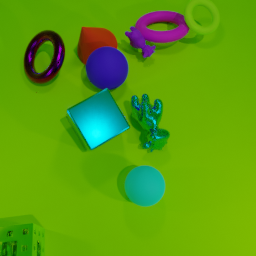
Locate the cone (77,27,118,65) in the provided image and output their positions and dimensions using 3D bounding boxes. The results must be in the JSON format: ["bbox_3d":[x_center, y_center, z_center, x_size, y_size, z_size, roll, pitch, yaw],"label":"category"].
[{"bbox_3d":[-1.260,-2.998,9.337,1.516,1.522,1.516,-2,81,11],"label":"cone"}]

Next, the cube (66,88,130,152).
[{"bbox_3d":[-0.909,-0.185,8.092,1.287,1.287,1.287,-31,92,-14],"label":"cube"}]

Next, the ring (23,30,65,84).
[{"bbox_3d":[-2.839,-2.391,9.417,1.851,0.370,1.851,-5,80,32],"label":"ring"}]

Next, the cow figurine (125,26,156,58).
[{"bbox_3d":[0.437,-2.928,9.648,0.568,1.036,1.019,-44,52,-1],"label":"cow figurine"}]

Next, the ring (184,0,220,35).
[{"bbox_3d":[2.603,-3.929,9.826,1.360,0.272,1.360,2,82,-14],"label":"ring"}]

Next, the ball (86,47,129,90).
[{"bbox_3d":[-0.675,-1.933,9.124,1.386,1.386,1.386,0,63,0],"label":"ball"}]

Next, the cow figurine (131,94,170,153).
[{"bbox_3d":[0.640,-0.140,8.529,0.875,1.569,1.594,-12,24,-24],"label":"cow figurine"}]

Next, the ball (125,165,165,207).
[{"bbox_3d":[0.453,1.556,7.547,1.083,1.083,1.083,0,63,0],"label":"ball"}]

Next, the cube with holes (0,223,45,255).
[{"bbox_3d":[-2.707,3.013,6.832,1.069,1.069,1.069,-6,64,-3],"label":"cube with holes"}]

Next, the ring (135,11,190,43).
[{"bbox_3d":[1.261,-3.749,10.302,2.011,0.402,2.011,-3,46,3],"label":"ring"}]
